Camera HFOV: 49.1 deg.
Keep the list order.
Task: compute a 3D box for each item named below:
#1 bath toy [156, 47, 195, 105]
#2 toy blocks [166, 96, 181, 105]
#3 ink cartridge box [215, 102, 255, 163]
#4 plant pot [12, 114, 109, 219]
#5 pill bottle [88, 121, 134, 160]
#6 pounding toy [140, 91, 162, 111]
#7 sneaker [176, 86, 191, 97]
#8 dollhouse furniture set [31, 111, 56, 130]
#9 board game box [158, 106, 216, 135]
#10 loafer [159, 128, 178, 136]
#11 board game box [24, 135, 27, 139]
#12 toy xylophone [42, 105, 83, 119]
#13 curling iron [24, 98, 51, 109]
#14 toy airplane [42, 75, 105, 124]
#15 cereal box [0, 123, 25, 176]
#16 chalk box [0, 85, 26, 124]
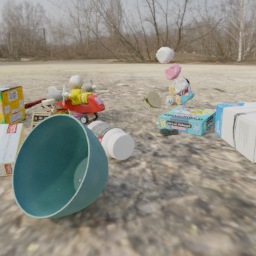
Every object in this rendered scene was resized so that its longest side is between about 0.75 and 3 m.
[{"bbox_3d":[2.012,-2.277,11.973,0.921,2.493,1.084,-24,-1,-44],"label":"bath toy"},{"bbox_3d":[2.518,-1.461,15.157,0.919,0.401,1.103,2,17,9],"label":"toy blocks"},{"bbox_3d":[4.221,0.022,8.764,2.012,1.161,2.773,-1,17,-5],"label":"ink cartridge box"},{"bbox_3d":[-1.105,0.826,5.486,1.888,1.888,1.272,13,-12,37],"label":"plant pot"},{"bbox_3d":[-0.556,0.357,8.167,0.870,0.870,1.528,-11,19,-33],"label":"pill bottle"},{"bbox_3d":[0.957,-1.120,12.204,1.037,0.801,0.481,-27,-4,-42],"label":"pounding toy"},{"bbox_3d":[2.562,-1.877,13.215,0.701,0.444,1.247,-7,34,6],"label":"sneaker"},{"bbox_3d":[-3.011,-0.170,10.558,0.748,0.744,1.061,3,-7,14],"label":"dollhouse furniture set"},{"bbox_3d":[2.458,-0.371,11.245,1.691,0.525,2.239,10,19,29],"label":"board game box"},{"bbox_3d":[1.433,0.151,10.069,0.756,0.272,0.238,1,-5,-20],"label":"loafer"},{"bbox_3d":[-4.401,0.327,8.894,2.692,0.524,2.127,-7,18,-23],"label":"board game box"},{"bbox_3d":[-2.968,-0.823,12.755,1.549,0.532,2.116,-11,20,-32],"label":"toy xylophone"},{"bbox_3d":[-4.540,-0.975,12.824,2.307,0.295,0.572,-14,45,-1],"label":"curling iron"},{"bbox_3d":[-2.353,-1.385,11.769,2.498,1.771,2.509,3,24,-20],"label":"toy airplane"},{"bbox_3d":[-4.168,0.589,7.325,2.619,0.518,1.885,-2,32,-12],"label":"cereal box"},{"bbox_3d":[-5.732,-0.946,11.559,2.393,1.481,1.489,3,18,13],"label":"chalk box"}]
